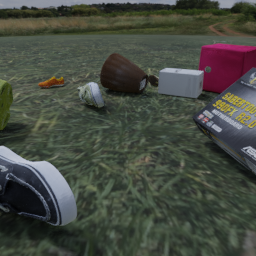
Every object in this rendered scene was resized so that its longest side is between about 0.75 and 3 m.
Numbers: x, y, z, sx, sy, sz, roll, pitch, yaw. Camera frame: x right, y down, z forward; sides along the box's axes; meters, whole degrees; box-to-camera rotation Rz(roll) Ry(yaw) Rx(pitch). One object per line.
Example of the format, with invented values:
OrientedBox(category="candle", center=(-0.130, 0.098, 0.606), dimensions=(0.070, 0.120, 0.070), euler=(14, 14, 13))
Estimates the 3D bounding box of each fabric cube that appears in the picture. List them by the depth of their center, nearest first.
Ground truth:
OrientedBox(category="fabric cube", center=(4.603, -2.718, 12.825), dimensions=(2.023, 1.991, 2.029), euler=(20, 29, 36))

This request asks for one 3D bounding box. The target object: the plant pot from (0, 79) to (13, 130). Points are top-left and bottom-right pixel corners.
OrientedBox(category="plant pot", center=(-4.743, -0.816, 8.366), dimensions=(2.131, 2.318, 2.318), euler=(10, 21, -8))

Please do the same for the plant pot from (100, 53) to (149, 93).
OrientedBox(category="plant pot", center=(-0.049, -2.284, 12.588), dimensions=(1.788, 1.671, 1.671), euler=(27, 32, 23))

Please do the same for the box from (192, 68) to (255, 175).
OrientedBox(category="box", center=(3.178, -0.196, 6.628), dimensions=(2.191, 0.669, 2.767), euler=(-39, 33, 2))

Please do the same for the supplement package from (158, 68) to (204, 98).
OrientedBox(category="supplement package", center=(2.325, -2.010, 12.336), dimensions=(1.749, 1.026, 1.023), euler=(10, 25, 23))

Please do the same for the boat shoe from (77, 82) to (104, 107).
OrientedBox(category="boat shoe", center=(-1.494, -1.252, 10.965), dimensions=(0.788, 0.915, 2.540), euler=(-20, 17, -8))

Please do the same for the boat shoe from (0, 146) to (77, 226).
OrientedBox(category="boat shoe", center=(-2.093, 1.046, 4.936), dimensions=(2.965, 1.063, 1.005), euler=(17, 27, 40))

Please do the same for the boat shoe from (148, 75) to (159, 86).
OrientedBox(category="boat shoe", center=(1.535, -2.269, 13.842), dimensions=(0.508, 0.478, 1.335), euler=(1, 25, -37))

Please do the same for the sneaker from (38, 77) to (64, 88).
OrientedBox(category="sneaker", center=(-3.742, -2.241, 13.613), dimensions=(1.281, 0.494, 0.467), euler=(-17, 29, -32))
